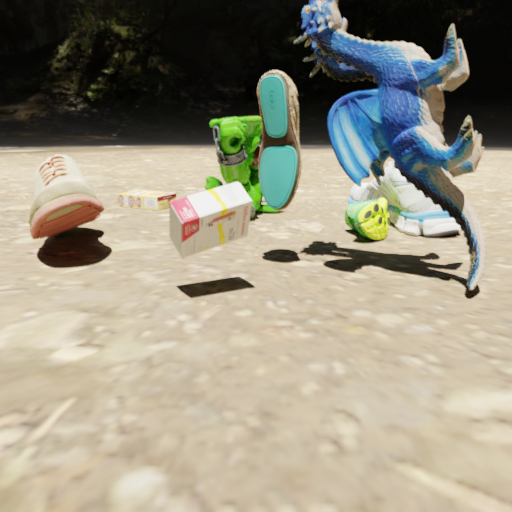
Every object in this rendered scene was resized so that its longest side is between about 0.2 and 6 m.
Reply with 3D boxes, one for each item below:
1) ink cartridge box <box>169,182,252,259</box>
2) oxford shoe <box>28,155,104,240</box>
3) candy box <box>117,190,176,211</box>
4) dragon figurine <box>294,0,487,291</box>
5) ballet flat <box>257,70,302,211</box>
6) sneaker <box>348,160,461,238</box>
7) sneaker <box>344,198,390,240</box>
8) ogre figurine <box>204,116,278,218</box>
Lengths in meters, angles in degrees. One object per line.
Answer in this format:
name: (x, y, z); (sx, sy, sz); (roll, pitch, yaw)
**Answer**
ink cartridge box: (-0.508, -0.404, 6.250); (0.856, 0.621, 0.357); (-20, 56, -23)
oxford shoe: (-3.056, -0.955, 8.555); (1.109, 1.156, 3.133); (-23, 9, -16)
candy box: (-2.528, -1.298, 12.936); (1.212, 0.335, 0.700); (8, 17, 29)
dragon figurine: (1.660, -1.506, 6.929); (1.967, 3.957, 1.165); (-11, 1, 28)
ballet flat: (0.362, -1.511, 7.396); (0.630, 1.787, 0.583); (8, 21, 22)
sneaker: (2.859, -1.383, 10.914); (1.295, 1.497, 3.455); (-5, 13, -16)
sneaker: (1.896, -0.609, 9.744); (0.745, 0.660, 1.783); (-10, 6, 20)
ogre figurine: (-0.261, -1.892, 11.799); (1.672, 2.043, 3.408); (-8, 14, -13)
